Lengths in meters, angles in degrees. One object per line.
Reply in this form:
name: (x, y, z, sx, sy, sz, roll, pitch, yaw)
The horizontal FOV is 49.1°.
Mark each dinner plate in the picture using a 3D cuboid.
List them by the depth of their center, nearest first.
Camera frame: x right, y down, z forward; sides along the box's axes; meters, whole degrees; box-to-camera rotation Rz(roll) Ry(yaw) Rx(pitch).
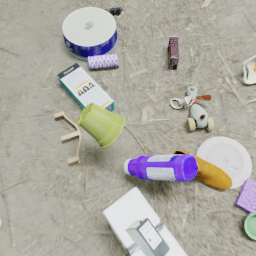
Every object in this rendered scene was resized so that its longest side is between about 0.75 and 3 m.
dinner plate: (3.317, 1.129, 9.628, 1.912, 0.232, 1.912, 0, 65, 0)

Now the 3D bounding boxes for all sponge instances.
sponge: (4.404, 2.478, 8.896, 1.747, 0.261, 0.974, 31, 69, 13)

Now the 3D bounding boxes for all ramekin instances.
ramekin: (3.921, 2.940, 8.463, 0.807, 0.394, 0.807, -1, 85, 14)

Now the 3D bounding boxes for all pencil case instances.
pencil case: (-0.999, -2.718, 11.398, 1.286, 0.540, 0.550, -5, 31, -5)

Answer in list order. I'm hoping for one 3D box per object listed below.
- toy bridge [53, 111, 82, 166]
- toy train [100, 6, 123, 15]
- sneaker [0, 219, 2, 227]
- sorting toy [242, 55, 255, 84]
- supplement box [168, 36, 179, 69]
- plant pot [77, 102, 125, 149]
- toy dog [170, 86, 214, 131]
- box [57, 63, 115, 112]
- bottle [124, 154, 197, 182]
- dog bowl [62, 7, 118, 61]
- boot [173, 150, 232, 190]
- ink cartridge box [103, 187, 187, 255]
toy bridge: (-2.028, 0.323, 9.980, 0.722, 0.292, 2.147, -19, 65, -10)
toy train: (-1.162, -5.355, 12.857, 1.859, 0.317, 0.426, -7, 51, -3)
sneaker: (-4.373, 2.602, 8.661, 1.182, 0.587, 0.461, 42, 70, 19)
sorting toy: (5.063, -2.326, 10.895, 1.288, 1.431, 0.764, -21, 26, -5)
supplement box: (1.860, -3.093, 11.497, 0.372, 0.666, 1.223, 1, 62, 1)
plant pot: (-0.821, -0.151, 7.864, 1.018, 1.107, 1.107, 36, 63, -24)
toy dog: (2.495, -0.773, 10.171, 1.279, 0.934, 1.939, -25, 66, -12)
box: (-1.621, -1.381, 10.673, 0.974, 0.582, 2.368, -37, 69, -17)
bottle: (0.865, 1.161, 8.242, 2.223, 0.929, 0.726, -6, 90, 41)
dog bowl: (-1.587, -3.980, 11.817, 2.267, 0.893, 2.267, 0, 63, 0)
boot: (2.320, 1.347, 8.780, 1.983, 1.419, 0.698, 32, 95, 20)
ink cartridge box: (0.565, 3.207, 7.565, 1.147, 1.987, 2.731, -33, 68, -15)
